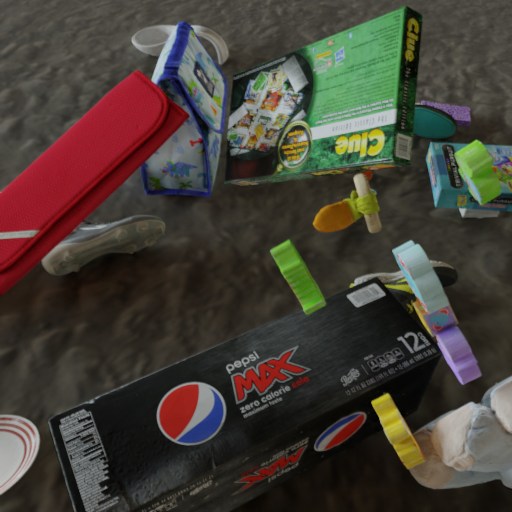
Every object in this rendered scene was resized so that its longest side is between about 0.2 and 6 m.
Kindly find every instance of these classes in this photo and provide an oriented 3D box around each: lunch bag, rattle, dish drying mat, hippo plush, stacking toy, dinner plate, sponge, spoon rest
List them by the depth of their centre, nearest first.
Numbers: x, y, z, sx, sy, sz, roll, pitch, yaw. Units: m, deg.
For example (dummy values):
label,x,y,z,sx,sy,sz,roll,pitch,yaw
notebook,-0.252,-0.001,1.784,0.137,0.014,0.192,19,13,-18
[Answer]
label,x,y,z,sx,sy,sz,roll,pitch,yaw
stacking toy,1.941,0.644,5.984,2.352,3.119,0.733,-30,21,8
hippo plush,3.390,2.805,6.991,2.827,2.252,2.273,7,48,-57
dinner plate,-3.772,2.821,7.571,1.681,0.204,1.681,-7,27,4
rattle,1.259,-0.739,7.699,0.882,0.804,1.234,-32,31,19
dish drying mat,-2.922,-1.244,8.774,3.984,0.363,1.530,-44,62,-3
lunch bag,-1.515,-3.001,11.572,1.785,2.802,2.382,0,45,1
sponge,4.686,-3.528,13.892,1.199,0.179,0.669,11,47,11
spoon rest,-2.185,-6.141,15.938,2.802,0.849,1.392,13,48,11

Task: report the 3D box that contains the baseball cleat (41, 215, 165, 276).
label,x,y,z,sx,sy,sz,roll,pitch,yaw
baseball cleat,-2.938,-0.458,10.533,2.312,0.806,1.231,-20,50,-19

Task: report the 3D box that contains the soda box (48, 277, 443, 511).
label,x,y,z,sx,sy,sz,roll,pitch,yaw
soda box,-0.017,2.100,7.446,4.831,1.709,1.530,-20,51,-19

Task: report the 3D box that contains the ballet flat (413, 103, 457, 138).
label,x,y,z,sx,sy,sz,roll,pitch,yaw
ballet flat,3.599,-3.360,13.340,2.321,0.848,0.848,10,47,12

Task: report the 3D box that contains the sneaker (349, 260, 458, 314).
label,x,y,z,sx,sy,sz,roll,pitch,yaw
sneaker,2.583,0.675,9.624,1.894,0.705,0.801,-13,53,0

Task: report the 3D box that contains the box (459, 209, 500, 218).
label,x,y,z,sx,sy,sz,roll,pitch,yaw
box,4.538,-1.189,11.450,0.735,0.483,0.739,-1,46,-1

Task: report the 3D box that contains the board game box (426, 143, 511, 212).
label,x,y,z,sx,sy,sz,roll,pitch,yaw
board game box,4.564,-1.584,11.152,2.063,0.484,1.557,4,46,3

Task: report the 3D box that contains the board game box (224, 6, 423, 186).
label,x,y,z,sx,sy,sz,roll,pitch,yaw
board game box,0.764,-2.147,8.406,0.442,1.972,3.765,9,-3,-37
